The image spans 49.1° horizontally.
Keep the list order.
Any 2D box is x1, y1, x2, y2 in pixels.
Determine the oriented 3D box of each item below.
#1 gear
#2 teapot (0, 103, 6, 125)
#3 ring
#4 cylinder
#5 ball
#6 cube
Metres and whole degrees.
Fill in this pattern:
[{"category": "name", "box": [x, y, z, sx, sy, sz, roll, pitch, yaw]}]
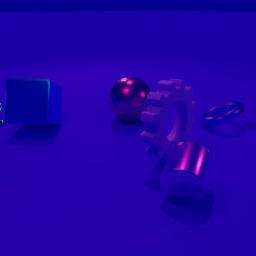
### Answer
[{"category": "gear", "box": [0.935, -0.167, 6.144, 0.325, 1.758, 1.758, 13, 27, 39]}, {"category": "teapot", "box": [-4.033, -0.621, 8.122, 0.671, 1.370, 0.852, -26, 5, 11]}, {"category": "ring", "box": [2.675, -0.417, 8.025, 1.267, 0.253, 1.267, -23, 13, 6]}, {"category": "cylinder", "box": [1.077, 0.791, 5.113, 0.808, 0.808, 0.808, 9, 39, 20]}, {"category": "ball", "box": [0.076, -0.831, 8.194, 1.309, 1.309, 1.309, 0, 25, 0]}, {"category": "cube", "box": [-2.525, -0.674, 7.630, 1.142, 1.142, 1.142, 2, 0, 4]}]
